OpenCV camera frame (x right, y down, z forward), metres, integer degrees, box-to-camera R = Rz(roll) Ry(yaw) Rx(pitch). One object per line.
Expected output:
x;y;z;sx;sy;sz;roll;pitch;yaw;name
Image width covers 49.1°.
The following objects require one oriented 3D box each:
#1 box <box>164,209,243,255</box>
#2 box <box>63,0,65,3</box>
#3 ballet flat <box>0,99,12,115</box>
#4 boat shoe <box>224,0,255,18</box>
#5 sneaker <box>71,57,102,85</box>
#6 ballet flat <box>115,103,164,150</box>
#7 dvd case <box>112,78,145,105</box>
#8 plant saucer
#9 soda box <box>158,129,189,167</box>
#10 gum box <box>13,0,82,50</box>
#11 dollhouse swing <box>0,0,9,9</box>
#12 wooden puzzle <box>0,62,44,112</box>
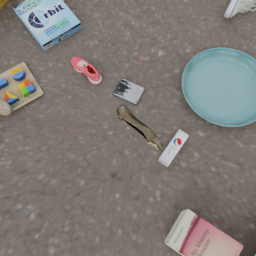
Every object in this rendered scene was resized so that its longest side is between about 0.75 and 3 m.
1.958;3.073;7.432;1.654;0.901;1.058;32;73;11;box
-2.927;-4.859;10.804;0.811;0.162;0.556;-36;75;-13;box
-4.437;-0.762;8.974;1.568;0.534;0.527;24;27;22;ballet flat
4.417;-4.750;10.489;0.960;0.832;2.252;32;63;8;boat shoe
-1.416;-2.078;9.536;1.358;0.589;0.501;39;74;14;sneaker
0.194;0.012;5.437;0.289;0.420;1.248;-41;73;-14;ballet flat
0.025;-1.233;9.475;0.915;0.113;0.688;26;71;9;dvd case
3.243;-1.350;9.369;2.945;0.404;2.945;0;69;1;plant saucer
1.404;0.621;8.629;0.365;0.391;1.147;33;73;12;soda box
-2.931;-4.025;10.250;1.632;0.428;1.921;-37;81;-12;gum box
-5.571;-5.025;9.763;2.329;2.253;2.563;30;73;10;dollhouse swing
-3.833;-1.394;9.401;1.450;0.362;1.565;-32;73;-11;wooden puzzle
